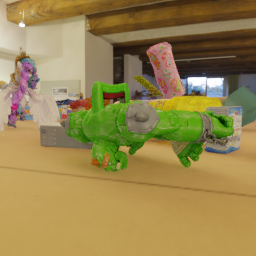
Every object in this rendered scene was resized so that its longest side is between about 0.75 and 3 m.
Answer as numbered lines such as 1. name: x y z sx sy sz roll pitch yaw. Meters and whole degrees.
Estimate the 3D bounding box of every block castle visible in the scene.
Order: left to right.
1. block castle: -1.215 -0.968 13.021 2.749 1.290 1.837 -2 2 -23

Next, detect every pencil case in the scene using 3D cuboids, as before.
1. pencil case: 1.636 -2.312 11.736 1.063 2.432 1.063 -20 28 11

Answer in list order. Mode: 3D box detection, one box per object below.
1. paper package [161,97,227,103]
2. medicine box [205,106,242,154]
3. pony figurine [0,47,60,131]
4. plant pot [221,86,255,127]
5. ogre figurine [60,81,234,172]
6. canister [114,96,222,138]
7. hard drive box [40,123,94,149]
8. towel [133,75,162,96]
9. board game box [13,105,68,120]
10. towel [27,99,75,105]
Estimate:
1. paper package: 3.019 -0.845 12.893 2.316 1.198 2.207 -5 8 -36
2. medicine box: 1.987 0.014 5.801 0.473 0.919 0.837 5 7 39
3. pony figurine: -3.755 -0.989 9.528 2.351 2.725 2.823 -1 -13 -32
4. plant pot: 3.855 -0.614 9.947 1.443 1.020 1.020 -26 57 -26
5. ogre figurine: 0.040 0.002 4.410 1.576 1.290 2.629 11 9 -42
6. canister: 0.950 -0.271 7.722 1.938 1.129 2.609 -5 6 -39
7. hard drive box: -1.229 0.147 6.578 1.291 0.496 1.006 2 6 18
8. towel: 0.702 -1.520 10.190 1.160 0.105 0.499 36 -18 -29
9. board game box: -5.075 -0.919 15.804 2.635 0.736 2.580 -4 6 -32
10. towel: -4.619 -1.517 16.258 2.990 0.357 2.165 0 5 0
